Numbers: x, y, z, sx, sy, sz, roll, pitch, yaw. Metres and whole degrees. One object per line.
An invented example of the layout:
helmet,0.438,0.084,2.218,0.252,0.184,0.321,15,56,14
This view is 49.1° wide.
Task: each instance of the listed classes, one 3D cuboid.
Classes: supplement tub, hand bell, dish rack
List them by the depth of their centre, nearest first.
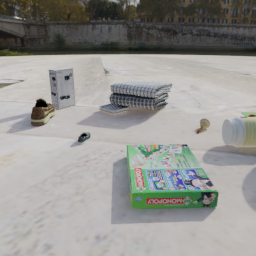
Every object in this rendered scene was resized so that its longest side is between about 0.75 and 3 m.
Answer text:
supplement tub,3.699,0.120,8.675,1.318,0.956,0.956,0,19,-3
hand bell,2.680,-0.005,10.199,0.399,0.399,0.766,11,34,31
dish rack,-0.641,-0.854,12.676,1.059,0.269,1.234,-17,25,-39

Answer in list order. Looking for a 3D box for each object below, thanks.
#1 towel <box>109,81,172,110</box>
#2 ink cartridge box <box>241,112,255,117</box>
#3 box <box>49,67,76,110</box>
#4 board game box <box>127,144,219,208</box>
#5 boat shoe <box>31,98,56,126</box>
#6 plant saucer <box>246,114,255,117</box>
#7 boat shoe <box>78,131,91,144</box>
towel,0.645,-1.529,12.942,2.200,1.137,2.657,8,14,22
ink cartridge box,6.050,-0.640,11.752,2.071,0.497,1.507,3,19,5
box,-3.113,-1.897,13.320,0.552,1.836,1.071,13,24,36
board game box,0.890,1.041,6.854,1.764,0.382,2.621,-1,19,-2
boat shoe,-3.505,-0.828,11.666,0.849,0.850,2.299,-3,19,-8
plant saucer,4.958,-0.091,10.381,1.545,0.284,1.542,-18,26,-40
boat shoe,-1.458,0.277,9.321,0.311,0.257,0.831,6,19,17
